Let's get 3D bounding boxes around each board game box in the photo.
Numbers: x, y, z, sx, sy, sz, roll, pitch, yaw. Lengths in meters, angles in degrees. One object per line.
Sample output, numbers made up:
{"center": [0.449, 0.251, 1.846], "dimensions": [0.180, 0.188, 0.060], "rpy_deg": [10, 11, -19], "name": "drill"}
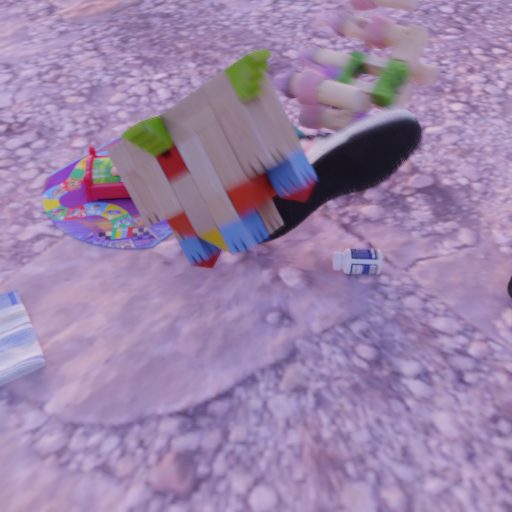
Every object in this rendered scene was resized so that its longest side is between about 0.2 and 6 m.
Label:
{"center": [-2.061, -1.686, 10.170], "dimensions": [2.981, 0.735, 3.773], "rpy_deg": [29, 50, 27], "name": "board game box"}

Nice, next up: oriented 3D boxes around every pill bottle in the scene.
{"center": [1.534, 0.086, 8.548], "dimensions": [0.696, 0.387, 0.387], "rpy_deg": [2, 44, 1], "name": "pill bottle"}

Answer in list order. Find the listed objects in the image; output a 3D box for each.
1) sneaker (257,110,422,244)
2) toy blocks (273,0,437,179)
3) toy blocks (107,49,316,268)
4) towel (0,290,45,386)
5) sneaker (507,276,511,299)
{"center": [0.894, -1.692, 8.985], "dimensions": [3.181, 1.330, 1.921], "rpy_deg": [-29, 49, 17], "name": "sneaker"}
{"center": [1.569, -3.154, 9.908], "dimensions": [2.213, 2.629, 2.457], "rpy_deg": [25, 83, 32], "name": "toy blocks"}
{"center": [-0.535, -0.996, 7.652], "dimensions": [3.241, 2.216, 1.620], "rpy_deg": [-21, 10, 39], "name": "toy blocks"}
{"center": [-3.611, 1.149, 7.579], "dimensions": [1.150, 0.186, 1.565], "rpy_deg": [-21, 47, -22], "name": "towel"}
{"center": [4.486, 0.664, 7.713], "dimensions": [0.784, 0.730, 1.817], "rpy_deg": [-24, 50, -25], "name": "sneaker"}
